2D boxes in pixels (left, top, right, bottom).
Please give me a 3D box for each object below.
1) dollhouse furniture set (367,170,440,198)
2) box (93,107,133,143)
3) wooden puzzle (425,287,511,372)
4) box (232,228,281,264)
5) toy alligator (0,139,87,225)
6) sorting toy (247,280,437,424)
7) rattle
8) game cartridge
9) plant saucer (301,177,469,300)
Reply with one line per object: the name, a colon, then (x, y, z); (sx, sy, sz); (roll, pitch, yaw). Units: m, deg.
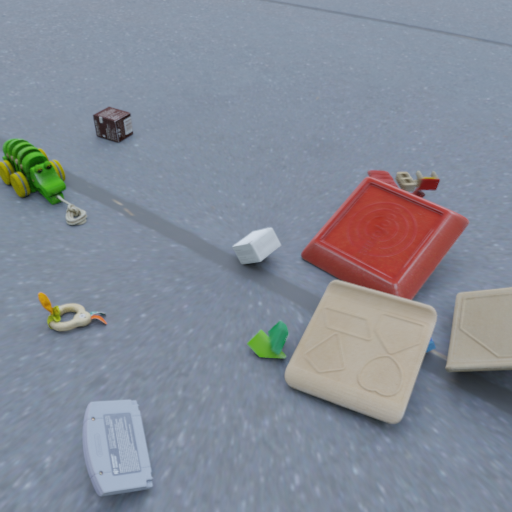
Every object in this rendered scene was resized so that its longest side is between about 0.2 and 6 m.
dollhouse furniture set: (2.832, -1.188, 11.005); (1.473, 0.793, 0.599); (0, 40, -11)
box: (-3.470, -3.193, 13.625); (0.713, 0.592, 0.586); (19, 43, 23)
wooden puzzle: (3.604, 1.009, 7.785); (2.870, 0.336, 1.936); (-5, 32, 38)
box: (0.007, -0.171, 9.768); (0.572, 0.376, 0.575); (-37, 17, -34)
toy alligator: (-4.475, -1.721, 11.527); (0.989, 0.905, 3.336); (-30, 47, -32)
sorting toy: (1.141, 1.205, 7.994); (2.419, 0.356, 1.788); (15, 57, 24)
rattle: (-2.798, 0.794, 8.640); (0.901, 0.643, 0.586); (0, 19, 10)
game cartridge: (-1.669, 2.254, 6.642); (0.731, 0.222, 1.096); (11, 46, -38)
plant saucer: (2.158, -0.388, 9.613); (2.128, 0.390, 2.124); (31, 71, 32)
